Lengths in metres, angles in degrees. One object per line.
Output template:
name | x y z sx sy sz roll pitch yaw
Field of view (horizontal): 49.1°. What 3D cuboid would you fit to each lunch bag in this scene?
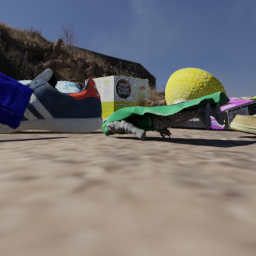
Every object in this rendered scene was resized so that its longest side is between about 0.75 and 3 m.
lunch bag | -2.370 -0.714 8.157 2.233 0.921 1.795 1 31 -15

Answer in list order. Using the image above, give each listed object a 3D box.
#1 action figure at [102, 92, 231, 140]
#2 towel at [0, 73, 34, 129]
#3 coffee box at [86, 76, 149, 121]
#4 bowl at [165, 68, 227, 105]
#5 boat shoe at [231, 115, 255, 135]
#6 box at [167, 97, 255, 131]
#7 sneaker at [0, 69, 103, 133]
action figure | 0.314 -0.095 3.837 1.854 0.507 1.095 -7 -2 42
towel | -1.955 -0.556 3.872 1.206 0.891 0.299 28 -51 -24
coffee box | -0.472 -1.118 11.899 1.946 1.927 1.949 -2 3 -42
bowl | 2.835 -1.132 12.820 2.890 2.890 1.555 2 45 43
boat shoe | 2.535 -0.164 4.147 1.927 0.606 0.703 1 2 14
box | 2.153 -0.449 7.655 2.068 0.522 2.893 -16 10 -33
sneaker | -1.999 -0.541 5.651 2.969 1.255 1.113 -1 2 -8
